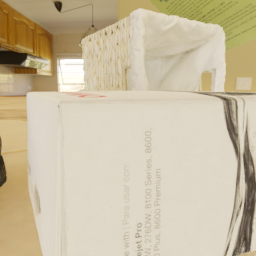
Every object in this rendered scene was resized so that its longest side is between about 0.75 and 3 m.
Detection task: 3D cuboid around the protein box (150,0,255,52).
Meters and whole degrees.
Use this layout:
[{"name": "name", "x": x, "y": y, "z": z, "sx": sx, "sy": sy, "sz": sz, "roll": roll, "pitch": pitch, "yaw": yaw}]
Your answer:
[{"name": "protein box", "x": 1.824, "y": -2.988, "z": 5.300, "sx": 2.394, "sy": 1.615, "sz": 2.376, "roll": 40, "pitch": -16, "yaw": -14}]

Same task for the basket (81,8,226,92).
[{"name": "basket", "x": 0.472, "y": -0.711, "z": 5.014, "sx": 2.118, "sy": 2.099, "sz": 1.703, "roll": -6, "pitch": 8, "yaw": -38}]

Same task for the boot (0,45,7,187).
[{"name": "boot", "x": -1.541, "y": -0.111, "z": 2.043, "sx": 0.894, "sy": 1.685, "sz": 2.560, "roll": -1, "pitch": 8, "yaw": -15}]

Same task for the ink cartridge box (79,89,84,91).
[{"name": "ink cartridge box", "x": -1.103, "y": -0.935, "z": 8.954, "sx": 2.966, "sy": 0.602, "sz": 2.960, "roll": -18, "pitch": 4, "yaw": 12}]

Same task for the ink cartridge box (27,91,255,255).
[{"name": "ink cartridge box", "x": 0.438, "y": 0.188, "z": 2.381, "sx": 2.377, "sy": 1.001, "sz": 1.719, "roll": -4, "pitch": 9, "yaw": -24}]
